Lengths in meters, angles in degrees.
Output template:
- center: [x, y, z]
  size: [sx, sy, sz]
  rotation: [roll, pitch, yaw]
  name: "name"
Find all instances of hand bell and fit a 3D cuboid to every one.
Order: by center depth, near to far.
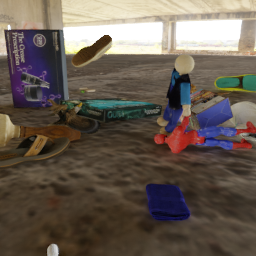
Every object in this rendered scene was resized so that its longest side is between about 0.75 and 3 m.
- center: [-2.549, 0.092, 7.012]
  size: [2.747, 1.430, 1.430]
  rotation: [5, 14, -28]
  name: "hand bell"

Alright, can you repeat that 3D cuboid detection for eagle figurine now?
- center: [-1.596, -0.258, 8.153]
  size: [1.073, 1.421, 1.078]
  rotation: [-27, 48, 12]
  name: "eagle figurine"

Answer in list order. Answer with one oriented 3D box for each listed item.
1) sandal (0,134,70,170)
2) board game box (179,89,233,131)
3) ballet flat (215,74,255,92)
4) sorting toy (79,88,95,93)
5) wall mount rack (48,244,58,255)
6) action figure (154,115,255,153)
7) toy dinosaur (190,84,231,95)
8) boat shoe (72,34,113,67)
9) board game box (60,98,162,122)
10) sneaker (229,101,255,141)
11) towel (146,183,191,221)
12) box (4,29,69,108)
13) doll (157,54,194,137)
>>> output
- center: [-2.250, 0.438, 6.437]
  size: [1.955, 0.534, 0.799]
  rotation: [-11, 21, -30]
  name: "sandal"
- center: [2.263, -0.550, 8.607]
  size: [1.130, 0.687, 1.418]
  rotation: [-28, 24, -8]
  name: "board game box"
- center: [5.842, -2.291, 14.443]
  size: [2.621, 0.876, 0.878]
  rotation: [5, 1, 22]
  name: "ballet flat"
- center: [-2.174, -1.916, 14.294]
  size: [0.630, 0.126, 0.853]
  rotation: [19, 22, 34]
  name: "sorting toy"
- center: [-1.094, 1.750, 2.069]
  size: [2.054, 0.766, 1.785]
  rotation: [-6, 19, -16]
  name: "wall mount rack"
- center: [1.774, 0.082, 7.103]
  size: [2.446, 0.798, 1.210]
  rotation: [-3, 29, -12]
  name: "action figure"
- center: [3.058, -1.462, 12.345]
  size: [2.449, 0.740, 1.301]
  rotation: [-9, 39, -4]
  name: "toy dinosaur"
- center: [-1.246, -2.697, 10.209]
  size: [1.739, 0.561, 0.620]
  rotation: [-36, 71, -9]
  name: "boat shoe"
- center: [-0.487, -0.668, 9.371]
  size: [1.995, 0.415, 2.949]
  rotation: [14, 15, 37]
  name: "board game box"
- center: [3.336, -0.123, 7.872]
  size: [1.008, 0.857, 2.278]
  rotation: [-16, 22, -11]
  name: "sneaker"
- center: [0.627, 1.221, 4.631]
  size: [0.633, 0.212, 0.858]
  rotation: [6, 18, -3]
  name: "towel"
- center: [-3.540, -2.374, 11.150]
  size: [2.083, 2.951, 1.164]
  rotation: [-2, 18, -6]
  name: "box"
- center: [1.159, -0.736, 6.560]
  size: [0.506, 2.087, 1.424]
  rotation: [1, 42, -9]
  name: "doll"
